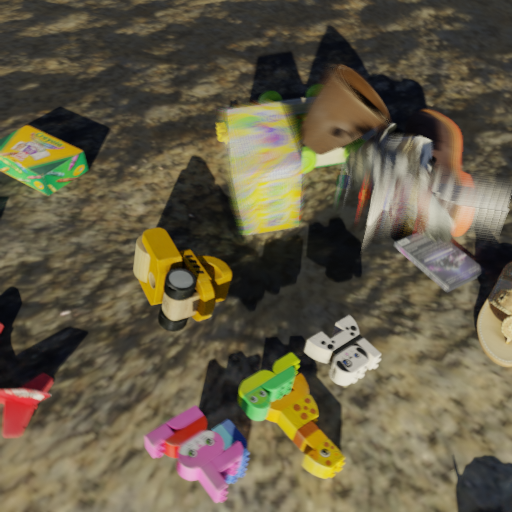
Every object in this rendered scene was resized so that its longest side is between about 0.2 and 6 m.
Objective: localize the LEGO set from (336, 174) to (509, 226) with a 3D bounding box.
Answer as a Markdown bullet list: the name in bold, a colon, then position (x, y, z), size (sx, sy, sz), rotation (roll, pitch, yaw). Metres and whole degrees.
- **LEGO set**: position (2.197, -0.779, 7.889), size (2.096, 0.514, 1.566), rotation (7, 18, -1)

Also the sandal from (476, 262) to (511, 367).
- **sandal**: position (4.064, 0.673, 8.831), size (0.805, 0.722, 2.195), rotation (20, 48, 19)

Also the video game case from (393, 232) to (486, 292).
- **video game case**: position (3.215, 0.033, 9.860), size (0.951, 0.126, 1.332), rotation (-20, 49, -26)

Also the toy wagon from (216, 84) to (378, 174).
- **toy wagon**: position (0.836, -2.767, 12.407), size (3.470, 0.687, 2.693), rotation (-11, 45, -10)

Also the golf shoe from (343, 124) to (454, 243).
- **golf shoe**: position (2.580, -1.372, 9.498), size (1.350, 1.111, 2.856), rotation (-49, 40, 15)

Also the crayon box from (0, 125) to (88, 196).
- **crayon box**: position (-4.581, -2.025, 11.735), size (1.814, 0.529, 1.078), rotation (26, 50, 24)

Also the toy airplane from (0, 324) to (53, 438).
- **toy airplane**: position (-3.927, 1.835, 7.844), size (2.376, 0.437, 2.376), rotation (1, 38, -1)

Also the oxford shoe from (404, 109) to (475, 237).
- **oxford shoe**: position (3.242, -1.857, 10.936), size (1.234, 1.211, 3.402), rotation (9, 44, -9)

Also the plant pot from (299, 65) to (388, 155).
- **plant pot**: position (1.572, -2.697, 10.960), size (1.360, 1.455, 1.360), rotation (31, 36, -26)

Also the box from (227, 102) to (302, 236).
- **box**: position (0.124, -1.590, 10.294), size (1.035, 1.634, 1.697), rotation (-10, 53, -5)

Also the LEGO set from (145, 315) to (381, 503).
- **LEGO set**: position (0.388, 2.195, 6.990), size (3.253, 1.241, 1.335), rotation (-25, 52, -32)

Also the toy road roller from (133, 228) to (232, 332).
- **toy road roller**: position (-1.154, 0.320, 9.042), size (1.210, 1.019, 1.658), rotation (-14, 50, -31)
